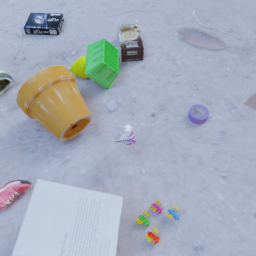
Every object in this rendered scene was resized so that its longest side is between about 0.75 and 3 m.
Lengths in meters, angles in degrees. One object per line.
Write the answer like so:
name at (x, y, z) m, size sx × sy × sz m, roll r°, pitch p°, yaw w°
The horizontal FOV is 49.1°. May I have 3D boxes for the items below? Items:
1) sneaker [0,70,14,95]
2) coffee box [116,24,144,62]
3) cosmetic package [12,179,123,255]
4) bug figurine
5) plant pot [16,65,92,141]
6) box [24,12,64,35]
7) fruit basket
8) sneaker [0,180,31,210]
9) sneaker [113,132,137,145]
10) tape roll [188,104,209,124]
sneaker at (-5.850, -1.664, 11.790) m, size 0.979 × 0.731 × 2.180 m, roll 35°, pitch 58°, yaw 28°
coffee box at (0.090, -4.152, 13.581) m, size 1.098 × 0.766 × 1.921 m, roll -7°, pitch 54°, yaw -5°
cosmetic package at (-1.556, 2.823, 7.546) m, size 2.334 × 1.954 × 1.942 m, roll 14°, pitch 55°, yaw -8°
bug figurine at (0.934, 2.881, 8.764) m, size 1.392 × 0.358 × 1.079 m, roll -40°, pitch 57°, yaw -20°
plant pot at (-2.527, -0.762, 10.404) m, size 2.300 × 2.300 × 2.106 m, roll -35°, pitch 77°, yaw -23°
box at (-4.408, -5.507, 14.796) m, size 1.783 × 0.388 × 1.428 m, roll 3°, pitch 54°, yaw 2°
fruit basket at (-1.485, -2.720, 12.411) m, size 2.164 × 1.561 × 2.164 m, roll -28°, pitch 47°, yaw 35°
sneaker at (-3.961, 2.266, 9.147) m, size 1.729 × 0.637 × 0.750 m, roll -20°, pitch 67°, yaw -7°
sneaker at (-0.084, 0.424, 9.700) m, size 0.955 × 0.422 × 0.384 m, roll -10°, pitch 33°, yaw 40°
tape roll at (2.834, -0.552, 11.254) m, size 0.784 × 0.333 × 0.784 m, roll 0°, pitch 55°, yaw 0°
